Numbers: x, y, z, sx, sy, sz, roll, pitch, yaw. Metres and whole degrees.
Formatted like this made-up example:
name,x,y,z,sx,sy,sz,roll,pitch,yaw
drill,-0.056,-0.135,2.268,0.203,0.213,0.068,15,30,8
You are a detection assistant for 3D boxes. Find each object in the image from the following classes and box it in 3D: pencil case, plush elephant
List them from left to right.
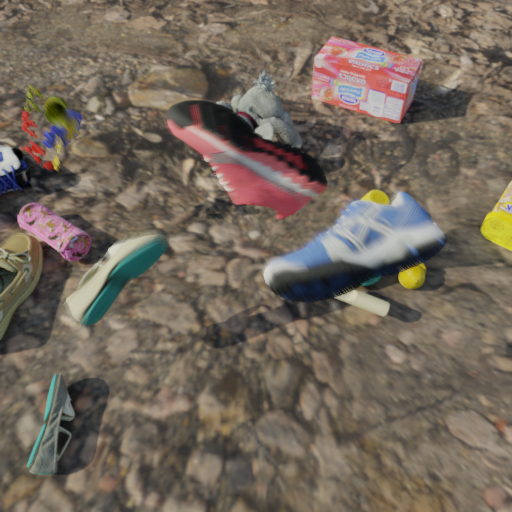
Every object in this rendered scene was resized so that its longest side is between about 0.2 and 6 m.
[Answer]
name,x,y,z,sx,sy,sz,roll,pitch,yaw
pencil case,-4.223,-0.513,11.696,1.636,0.708,0.677,30,86,23
plush elephant,-0.158,-2.988,13.083,1.868,2.268,1.756,39,79,19

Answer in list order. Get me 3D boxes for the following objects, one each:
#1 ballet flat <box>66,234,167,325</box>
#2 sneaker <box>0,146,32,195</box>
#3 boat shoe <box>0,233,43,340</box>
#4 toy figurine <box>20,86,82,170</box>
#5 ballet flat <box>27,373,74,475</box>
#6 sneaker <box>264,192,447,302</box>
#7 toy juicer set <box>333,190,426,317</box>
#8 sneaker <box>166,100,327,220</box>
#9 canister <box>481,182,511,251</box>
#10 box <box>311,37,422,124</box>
name,x,y,z,sx,sy,sz,roll,pitch,yaw
ballet flat,-2.274,0.232,8.923,2.005,0.696,0.696,-45,58,8
sneaker,-5.894,-1.692,12.418,1.471,1.029,2.546,5,49,7
boat shoe,-4.959,0.538,10.690,1.019,0.879,2.792,10,52,8
toy figurine,-3.658,-2.516,10.400,0.871,1.650,0.989,34,45,3
ballet flat,-3.277,2.760,9.206,0.530,0.560,1.662,19,49,-20
sneaker,1.239,-0.114,7.509,2.534,0.959,0.976,-16,68,-17
toy juicer set,2.266,0.215,11.114,2.008,0.859,3.156,38,55,6
sneaker,-0.254,-1.353,8.820,2.827,1.226,1.042,24,35,-25
canister,5.677,-0.877,11.994,1.161,0.676,1.563,29,55,22
box,2.845,-4.594,14.623,2.528,1.297,1.197,21,53,18
